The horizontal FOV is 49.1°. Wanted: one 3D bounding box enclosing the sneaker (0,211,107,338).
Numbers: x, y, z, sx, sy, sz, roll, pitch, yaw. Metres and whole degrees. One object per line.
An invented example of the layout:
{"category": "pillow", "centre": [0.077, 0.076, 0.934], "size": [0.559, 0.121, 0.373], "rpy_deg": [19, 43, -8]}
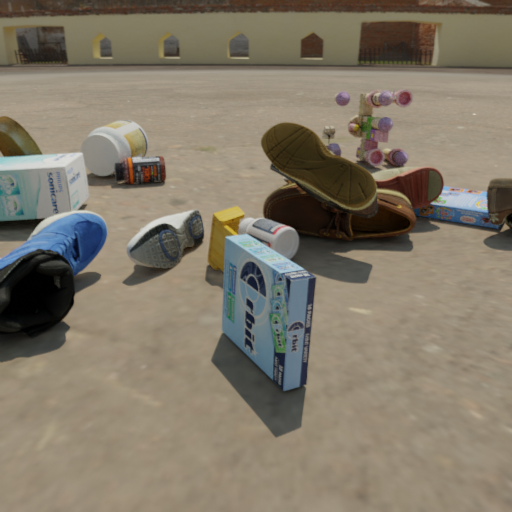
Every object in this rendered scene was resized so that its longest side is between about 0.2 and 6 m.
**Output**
{"category": "sneaker", "centre": [-2.674, 0.193, 7.461], "size": [1.493, 1.030, 2.683], "rpy_deg": [8, 27, 33]}

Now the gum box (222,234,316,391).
{"category": "gum box", "centre": [0.083, 0.573, 6.255], "size": [0.330, 1.257, 1.480], "rpy_deg": [-8, 23, -29]}

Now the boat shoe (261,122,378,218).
{"category": "boat shoe", "centre": [1.025, -1.394, 9.468], "size": [0.937, 0.829, 2.559], "rpy_deg": [-41, 53, -4]}

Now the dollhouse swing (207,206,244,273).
{"category": "dollhouse swing", "centre": [-0.310, -0.181, 8.692], "size": [0.761, 0.866, 0.787], "rpy_deg": [29, 34, 32]}

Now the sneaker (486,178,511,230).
{"category": "sneaker", "centre": [5.018, -0.783, 10.401], "size": [2.258, 0.853, 0.795], "rpy_deg": [13, -2, -29]}

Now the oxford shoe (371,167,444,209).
{"category": "oxford shoe", "centre": [2.204, -1.147, 10.898], "size": [2.685, 0.950, 0.991], "rpy_deg": [-10, 16, -8]}

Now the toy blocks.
{"category": "toy blocks", "centre": [3.046, -3.342, 14.710], "size": [2.196, 2.052, 1.848], "rpy_deg": [-1, 17, -11]}

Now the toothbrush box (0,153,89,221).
{"category": "toothbrush box", "centre": [-4.676, -1.365, 10.980], "size": [2.374, 1.012, 1.738], "rpy_deg": [-5, 19, -5]}

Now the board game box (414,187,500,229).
{"category": "board game box", "centre": [4.089, -1.052, 11.412], "size": [1.883, 0.345, 1.425], "rpy_deg": [12, 26, 29]}

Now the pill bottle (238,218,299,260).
{"category": "pill bottle", "centre": [0.168, -0.302, 9.285], "size": [0.595, 0.595, 0.994], "rpy_deg": [-18, 29, -37]}

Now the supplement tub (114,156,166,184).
{"category": "supplement tub", "centre": [-2.798, -2.059, 13.493], "size": [1.187, 0.635, 0.635], "rpy_deg": [-7, 24, -14]}

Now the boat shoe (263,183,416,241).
{"category": "boat shoe", "centre": [1.481, -0.769, 9.915], "size": [2.721, 0.979, 0.919], "rpy_deg": [3, 21, 0]}

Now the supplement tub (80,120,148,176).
{"category": "supplement tub", "centre": [-3.630, -2.763, 14.391], "size": [1.224, 1.224, 1.695], "rpy_deg": [5, 24, 12]}

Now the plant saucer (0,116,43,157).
{"category": "plant saucer", "centre": [-5.165, -2.261, 12.144], "size": [1.556, 1.556, 0.275], "rpy_deg": [17, 47, 35]}

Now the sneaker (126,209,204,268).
{"category": "sneaker", "centre": [-1.587, -0.249, 9.257], "size": [0.860, 0.735, 1.974], "rpy_deg": [-4, 13, 22]}

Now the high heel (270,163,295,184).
{"category": "high heel", "centre": [1.304, -1.769, 12.984], "size": [1.427, 0.715, 2.002], "rpy_deg": [32, 21, 20]}
